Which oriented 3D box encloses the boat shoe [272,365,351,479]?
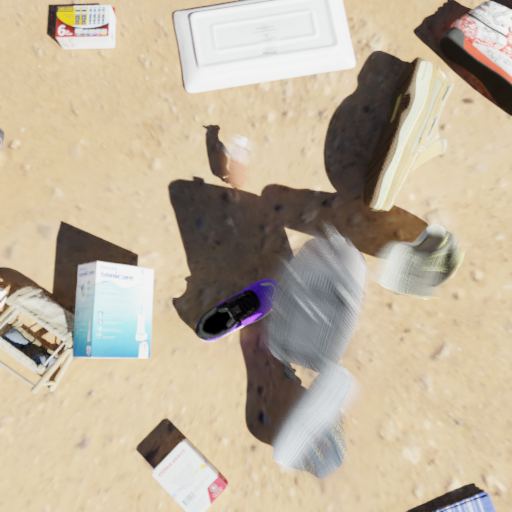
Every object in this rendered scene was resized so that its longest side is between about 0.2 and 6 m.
[{"bbox_3d":[1.212,2.817,9.468,1.017,0.793,2.241,25,117,-8],"label":"boat shoe"}]

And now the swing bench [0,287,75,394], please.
[{"bbox_3d":[-3.939,1.470,10.058,1.421,0.927,1.429,32,81,6],"label":"swing bench"}]

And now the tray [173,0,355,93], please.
[{"bbox_3d":[0.158,-4.511,11.441,3.548,0.393,1.905,-10,81,-2],"label":"tray"}]

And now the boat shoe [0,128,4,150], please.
[{"bbox_3d":[-5.959,-2.200,11.012,2.068,0.751,0.649,-5,37,4],"label":"boat shoe"}]

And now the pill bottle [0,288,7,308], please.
[{"bbox_3d":[-5.335,0.522,10.309,1.399,0.775,0.775,29,81,4],"label":"pill bottle"}]

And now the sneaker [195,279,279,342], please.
[{"bbox_3d":[-0.315,1.005,10.151,1.797,0.894,0.625,-33,81,-5],"label":"sneaker"}]

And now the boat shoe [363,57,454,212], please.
[{"bbox_3d":[3.063,-2.211,10.696,1.232,1.159,3.234,23,80,-8],"label":"boat shoe"}]

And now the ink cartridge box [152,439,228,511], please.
[{"bbox_3d":[-1.154,3.896,9.836,1.104,0.457,0.804,44,82,7],"label":"ink cartridge box"}]

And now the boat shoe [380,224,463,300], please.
[{"bbox_3d":[2.997,0.117,9.540,0.831,2.779,0.993,24,114,27],"label":"boat shoe"}]

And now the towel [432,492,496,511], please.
[{"bbox_3d":[3.486,5.000,9.800,1.732,0.207,1.254,-19,82,-2],"label":"towel"}]

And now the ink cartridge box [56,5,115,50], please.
[{"bbox_3d":[-3.472,-4.777,11.451,1.087,0.456,0.955,-2,79,0],"label":"ink cartridge box"}]

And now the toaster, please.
[{"bbox_3d":[1.006,0.792,9.035,1.276,1.450,2.245,17,119,11],"label":"toaster"}]

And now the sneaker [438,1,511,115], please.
[{"bbox_3d":[5.012,-3.931,11.088,1.368,0.853,2.553,-43,80,-5],"label":"sneaker"}]

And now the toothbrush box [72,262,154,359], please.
[{"bbox_3d":[-2.518,0.991,9.941,0.701,1.203,1.643,-8,78,43],"label":"toothbrush box"}]

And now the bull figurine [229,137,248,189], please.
[{"bbox_3d":[-0.348,-1.757,10.656,0.324,0.603,0.994,6,90,-4],"label":"bull figurine"}]
